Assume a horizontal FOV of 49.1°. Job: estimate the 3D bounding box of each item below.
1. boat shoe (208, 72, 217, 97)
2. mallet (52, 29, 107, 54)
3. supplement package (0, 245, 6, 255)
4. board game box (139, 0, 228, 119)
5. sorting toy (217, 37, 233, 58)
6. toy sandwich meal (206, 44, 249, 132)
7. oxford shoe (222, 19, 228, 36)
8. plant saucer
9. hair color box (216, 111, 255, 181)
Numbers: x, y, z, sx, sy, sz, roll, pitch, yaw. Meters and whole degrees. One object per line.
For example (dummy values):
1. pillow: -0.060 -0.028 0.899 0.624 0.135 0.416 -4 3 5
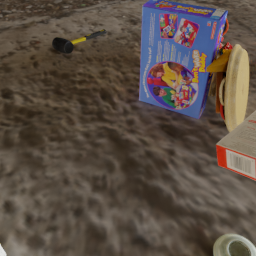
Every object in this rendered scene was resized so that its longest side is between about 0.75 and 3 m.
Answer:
1. boat shoe: 2.141 -1.884 8.578 0.869 0.926 2.572 1 40 7
2. mallet: -1.826 -3.424 10.707 0.786 0.491 2.385 22 41 27
3. supplement package: -2.851 2.005 4.364 1.417 0.859 0.848 10 43 11
4. board game box: 1.233 -1.660 7.040 1.796 2.672 0.598 20 46 20
5. sorting toy: 3.198 -2.709 9.565 0.955 0.332 0.949 41 47 -8
6. toy sandwich meal: 2.428 -0.987 6.885 0.791 2.311 2.311 6 40 30
7. oxford shoe: 2.136 -3.408 10.443 2.970 1.057 1.077 -12 12 -5
8. plant saucer: 1.854 2.123 4.731 0.774 0.194 0.774 0 42 0
9. hair color box: 2.148 0.179 4.363 1.455 0.465 0.807 -34 34 -27
